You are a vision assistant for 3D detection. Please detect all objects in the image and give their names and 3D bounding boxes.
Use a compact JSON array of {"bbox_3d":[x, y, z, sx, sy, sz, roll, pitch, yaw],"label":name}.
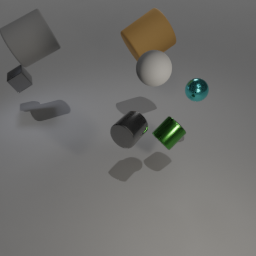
[{"bbox_3d":[2.054,-1.136,8.363,0.700,0.700,0.700,0,32,0],"label":"ball"},{"bbox_3d":[0.505,-1.167,5.485,0.700,0.700,0.700,0,32,0],"label":"ball"},{"bbox_3d":[-4.385,-1.990,11.344,0.700,0.700,0.700,-31,43,4],"label":"cube"},{"bbox_3d":[1.159,0.145,7.927,0.700,0.700,0.700,-46,41,1],"label":"cylinder"},{"bbox_3d":[0.033,0.038,6.924,0.700,0.700,0.700,18,41,27],"label":"cylinder"},{"bbox_3d":[-3.177,-2.932,9.205,1.400,1.400,1.400,-31,37,-4],"label":"cylinder"},{"bbox_3d":[0.690,-3.079,9.571,1.400,1.400,1.400,-35,36,2],"label":"cylinder"}]
